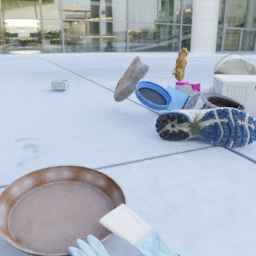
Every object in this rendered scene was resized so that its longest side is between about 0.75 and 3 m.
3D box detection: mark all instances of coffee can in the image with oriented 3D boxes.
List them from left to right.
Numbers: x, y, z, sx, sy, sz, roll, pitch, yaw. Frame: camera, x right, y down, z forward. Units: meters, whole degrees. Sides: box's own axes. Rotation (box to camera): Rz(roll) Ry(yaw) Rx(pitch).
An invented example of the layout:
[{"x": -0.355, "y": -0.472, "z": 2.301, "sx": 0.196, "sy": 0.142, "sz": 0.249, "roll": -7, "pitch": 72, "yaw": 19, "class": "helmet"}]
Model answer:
[{"x": 5.238, "y": -2.580, "z": 13.825, "sx": 1.955, "sy": 1.955, "sz": 2.672, "roll": 6, "pitch": 19, "yaw": 16, "class": "coffee can"}]

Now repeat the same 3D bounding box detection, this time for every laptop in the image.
[{"x": 2.132, "y": -1.198, "z": 10.584, "sx": 1.546, "sy": 0.896, "sz": 1.448, "roll": -23, "pitch": 24, "yaw": 43, "class": "laptop"}]

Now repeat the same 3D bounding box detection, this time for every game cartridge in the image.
[{"x": 3.399, "y": -1.008, "z": 11.610, "sx": 2.312, "sy": 0.468, "sz": 1.542, "roll": 2, "pitch": 15, "yaw": 7, "class": "game cartridge"}]

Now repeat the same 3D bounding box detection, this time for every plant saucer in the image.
[{"x": -1.037, "y": 1.287, "z": 4.487, "sx": 2.030, "sy": 0.350, "sz": 2.030, "roll": 5, "pitch": 25, "yaw": -3, "class": "plant saucer"}]

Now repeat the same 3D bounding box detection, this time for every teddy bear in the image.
[{"x": 1.771, "y": -2.191, "z": 9.625, "sx": 0.384, "sy": 1.151, "sz": 0.835, "roll": 14, "pitch": 4, "yaw": -15, "class": "teddy bear"}]

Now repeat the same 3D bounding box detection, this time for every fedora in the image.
[{"x": 2.898, "y": -0.525, "z": 8.705, "sx": 1.456, "sy": 0.657, "sz": 1.288, "roll": 29, "pitch": 34, "yaw": 29, "class": "fedora"}]

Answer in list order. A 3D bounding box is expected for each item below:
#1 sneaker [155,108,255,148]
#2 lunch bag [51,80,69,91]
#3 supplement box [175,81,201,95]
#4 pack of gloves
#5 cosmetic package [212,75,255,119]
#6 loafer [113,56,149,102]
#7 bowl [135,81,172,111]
[{"x": 2.310, "y": -0.178, "z": 8.146, "sx": 2.857, "sy": 1.101, "sz": 1.217, "roll": 7, "pitch": 16, "yaw": 19, "class": "sneaker"}, {"x": -3.728, "y": -2.359, "z": 15.396, "sx": 0.818, "sy": 0.585, "sz": 0.960, "roll": -1, "pitch": 10, "yaw": 0, "class": "lunch bag"}, {"x": 3.089, "y": -2.066, "z": 14.464, "sx": 1.172, "sy": 0.593, "sz": 0.606, "roll": 18, "pitch": 25, "yaw": 42, "class": "supplement box"}, {"x": 0.059, "y": 1.768, "z": 3.588, "sx": 1.518, "sy": 0.299, "sz": 1.275, "roll": 29, "pitch": 32, "yaw": 31, "class": "pack of gloves"}, {"x": 4.005, "y": -1.029, "z": 9.905, "sx": 1.817, "sy": 1.521, "sz": 1.512, "roll": 1, "pitch": 19, "yaw": 4, "class": "cosmetic package"}, {"x": 0.050, "y": -1.901, "z": 10.987, "sx": 0.747, "sy": 2.077, "sz": 0.653, "roll": 2, "pitch": 51, "yaw": -43, "class": "loafer"}, {"x": 0.876, "y": -1.123, "z": 9.784, "sx": 1.383, "sy": 0.272, "sz": 1.383, "roll": 16, "pitch": 39, "yaw": -14, "class": "bowl"}]
